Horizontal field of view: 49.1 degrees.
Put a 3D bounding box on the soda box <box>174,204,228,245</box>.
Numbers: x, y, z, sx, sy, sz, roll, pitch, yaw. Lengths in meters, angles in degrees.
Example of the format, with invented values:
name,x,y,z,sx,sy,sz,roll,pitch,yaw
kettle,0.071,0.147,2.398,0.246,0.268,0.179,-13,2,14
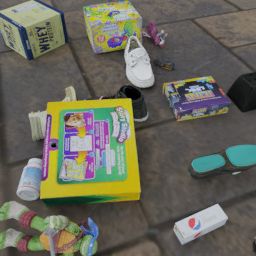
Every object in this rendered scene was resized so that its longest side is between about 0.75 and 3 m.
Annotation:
name,x,y,z,sx,sy,sz,roll,pitch,yaw
soda box,1.747,2.317,6.765,1.245,0.396,0.424,-18,49,-16

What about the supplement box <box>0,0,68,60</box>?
name,x,y,z,sx,sy,sz,roll,pitch,yaw
supplement box,-4.251,-4.443,12.480,2.157,1.448,2.155,34,55,28

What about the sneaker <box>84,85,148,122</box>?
name,x,y,z,sx,sy,sz,roll,pitch,yaw
sneaker,-0.446,-0.977,9.388,2.331,1.156,0.824,11,49,12

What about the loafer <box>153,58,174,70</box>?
name,x,y,z,sx,sy,sz,roll,pitch,yaw
loafer,1.448,-2.629,11.553,0.899,0.327,0.325,13,52,14

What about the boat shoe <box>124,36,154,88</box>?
name,x,y,z,sx,sy,sz,roll,pitch,yaw
boat shoe,0.359,-2.717,11.164,0.997,0.976,2.816,-10,47,-9

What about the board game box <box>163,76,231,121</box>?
name,x,y,z,sx,sy,sz,roll,pitch,yaw
board game box,2.368,-1.080,9.915,1.890,0.536,1.562,-11,46,-10

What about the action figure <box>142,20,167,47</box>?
name,x,y,z,sx,sy,sz,roll,pitch,yaw
action figure,1.230,-4.192,12.779,1.006,0.905,1.351,-29,72,19

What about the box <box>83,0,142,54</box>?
name,x,y,z,sx,sy,sz,roll,pitch,yaw
box,-0.711,-4.598,12.627,2.193,1.338,2.112,-12,45,-9

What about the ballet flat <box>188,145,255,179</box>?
name,x,y,z,sx,sy,sz,roll,pitch,yaw
ballet flat,2.687,0.973,7.771,2.172,0.743,0.738,-9,54,-4

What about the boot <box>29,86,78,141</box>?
name,x,y,z,sx,sy,sz,roll,pitch,yaw
boot,-2.419,-0.521,9.234,1.611,0.751,2.083,-9,51,-8

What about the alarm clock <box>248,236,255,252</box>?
name,x,y,z,sx,sy,sz,roll,pitch,yaw
alarm clock,3.318,2.713,6.444,0.953,0.317,0.643,-7,46,-4

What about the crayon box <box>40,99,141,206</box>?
name,x,y,z,sx,sy,sz,roll,pitch,yaw
crayon box,-1.004,0.587,7.736,2.453,0.829,2.843,-2,60,-4

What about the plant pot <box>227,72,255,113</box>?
name,x,y,z,sx,sy,sz,roll,pitch,yaw
plant pot,4.324,-1.342,9.868,1.095,0.971,1.092,-13,47,-11

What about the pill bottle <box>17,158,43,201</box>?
name,x,y,z,sx,sy,sz,roll,pitch,yaw
pill bottle,-2.579,1.363,7.554,0.573,0.573,1.053,0,46,0

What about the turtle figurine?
name,x,y,z,sx,sy,sz,roll,pitch,yaw
turtle figurine,-1.883,2.484,5.797,2.167,1.608,2.235,13,44,17
